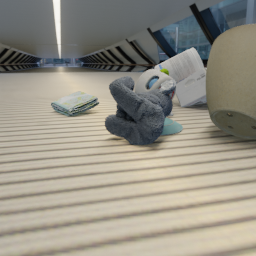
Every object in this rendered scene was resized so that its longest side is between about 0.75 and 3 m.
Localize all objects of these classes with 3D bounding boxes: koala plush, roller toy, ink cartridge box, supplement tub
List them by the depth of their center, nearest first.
[{"bbox_3d":[0.568,-0.485,7.310,1.633,1.576,1.777,32,37,27],"label":"koala plush"},{"bbox_3d":[1.030,-1.348,10.264,1.374,1.506,1.052,-17,41,-36],"label":"roller toy"},{"bbox_3d":[3.635,-1.865,12.685,2.582,1.070,1.895,-13,-10,-41],"label":"ink cartridge box"},{"bbox_3d":[2.348,-2.679,12.920,1.986,1.310,1.310,-25,11,10],"label":"supplement tub"}]

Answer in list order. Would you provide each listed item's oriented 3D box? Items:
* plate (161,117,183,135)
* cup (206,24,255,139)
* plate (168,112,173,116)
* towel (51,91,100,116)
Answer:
[{"bbox_3d":[0.836,-0.135,8.657,1.711,0.219,1.711,0,17,0],"label":"plate"},{"bbox_3d":[3.184,-0.920,7.329,2.826,2.021,2.826,26,-16,8],"label":"cup"},{"bbox_3d":[1.114,-0.722,11.239,1.348,0.218,1.345,1,14,6],"label":"plate"},{"bbox_3d":[-2.129,-0.987,11.233,1.413,0.398,1.651,-27,32,-31],"label":"towel"}]
